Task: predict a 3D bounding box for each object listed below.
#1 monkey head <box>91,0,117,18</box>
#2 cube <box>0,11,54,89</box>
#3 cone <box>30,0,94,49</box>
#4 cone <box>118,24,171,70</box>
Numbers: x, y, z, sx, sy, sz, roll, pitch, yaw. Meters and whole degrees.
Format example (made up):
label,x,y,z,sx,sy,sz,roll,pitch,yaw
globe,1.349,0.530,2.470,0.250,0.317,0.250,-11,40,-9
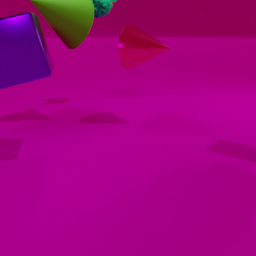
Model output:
label,x,y,z,sx,sy,sz,roll,pitch,yaw
monkey head,-1.118,-4.644,10.314,1.526,1.098,0.919,-20,37,2
cube,-2.466,-1.693,6.110,1.297,1.297,1.297,-16,22,-7
cone,-2.155,-3.440,8.363,1.641,1.635,1.635,14,6,-42
cone,0.642,-2.398,8.387,1.378,1.373,1.373,10,22,28
